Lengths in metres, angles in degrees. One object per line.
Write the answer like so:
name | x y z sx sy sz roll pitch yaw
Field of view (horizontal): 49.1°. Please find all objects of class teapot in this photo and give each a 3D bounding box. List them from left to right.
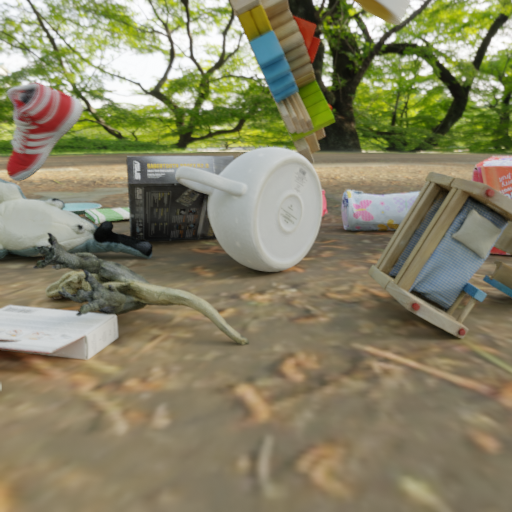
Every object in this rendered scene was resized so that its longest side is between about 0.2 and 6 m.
teapot | -0.060 -0.739 8.416 1.447 1.981 1.955 14 39 39

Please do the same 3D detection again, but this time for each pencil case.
pencil case | 2.686 -0.936 11.584 1.866 0.846 0.776 1 -30 1

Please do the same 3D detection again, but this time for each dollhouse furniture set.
dollhouse furniture set | 2.673 0.237 6.266 2.069 1.458 1.450 28 10 -10

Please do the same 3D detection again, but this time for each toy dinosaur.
toy dinosaur | -1.534 0.346 5.962 2.935 0.697 1.294 11 -10 37

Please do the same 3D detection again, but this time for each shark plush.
shark plush | -3.309 -0.481 9.342 3.211 1.459 1.338 -4 -18 4

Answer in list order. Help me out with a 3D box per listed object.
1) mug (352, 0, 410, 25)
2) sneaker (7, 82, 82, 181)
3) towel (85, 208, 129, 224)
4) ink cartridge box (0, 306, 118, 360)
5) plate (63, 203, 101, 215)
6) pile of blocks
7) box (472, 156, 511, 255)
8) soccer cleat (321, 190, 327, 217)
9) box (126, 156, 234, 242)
mug | 1.417 -3.060 6.119 0.703 0.721 0.878 22 17 -33
sneaker | -3.890 -2.108 9.405 0.658 1.848 1.040 52 15 28
towel | -3.088 -0.959 13.163 1.623 0.190 1.238 -6 14 -27
ink cartridge box | -2.166 0.791 5.337 1.285 0.287 1.132 3 12 15
plate | -4.571 -1.158 14.017 1.357 0.173 1.357 -1 14 0
pile of blocks | 0.675 -2.914 8.958 1.056 3.398 1.395 -25 49 8
box | 4.999 -1.020 10.382 1.652 1.524 3.220 6 15 26
soccer cleat | 0.759 -1.103 12.525 0.958 0.836 2.506 -5 8 34
box | -1.350 -0.942 9.739 1.723 0.526 2.175 -3 -23 -12
